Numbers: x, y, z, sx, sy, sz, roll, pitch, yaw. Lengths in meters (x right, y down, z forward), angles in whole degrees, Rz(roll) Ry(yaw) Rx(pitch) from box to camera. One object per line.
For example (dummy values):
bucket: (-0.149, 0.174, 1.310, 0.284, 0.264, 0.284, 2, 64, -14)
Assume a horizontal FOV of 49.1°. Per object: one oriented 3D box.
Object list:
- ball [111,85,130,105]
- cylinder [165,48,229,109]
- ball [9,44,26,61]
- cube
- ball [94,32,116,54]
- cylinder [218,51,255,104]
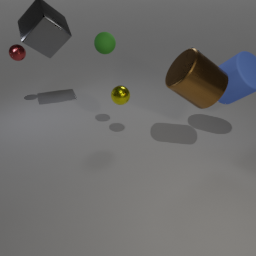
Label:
ball: (-0.267, -1.170, 10.033, 0.700, 0.700, 0.700, 0, 29, 0)
cylinder: (2.126, -1.523, 8.747, 1.400, 1.400, 1.400, 29, 20, -23)
ball: (-4.782, -3.254, 12.111, 0.700, 0.700, 0.700, 0, 29, 0)
cube: (-3.349, -3.977, 11.222, 1.400, 1.400, 1.400, 25, 34, -49)
ball: (-0.747, -2.754, 9.092, 0.700, 0.700, 0.700, 0, 29, 0)
cylinder: (3.753, -1.711, 9.764, 1.400, 1.400, 1.400, -22, -6, -34)
